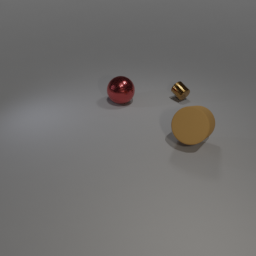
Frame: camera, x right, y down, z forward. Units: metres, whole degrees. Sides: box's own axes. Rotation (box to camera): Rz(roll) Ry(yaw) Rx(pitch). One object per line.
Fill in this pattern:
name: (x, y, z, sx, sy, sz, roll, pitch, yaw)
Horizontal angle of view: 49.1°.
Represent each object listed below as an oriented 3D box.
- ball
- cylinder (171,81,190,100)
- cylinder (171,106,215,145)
ball: (-0.355, -1.886, 13.951, 1.400, 1.400, 1.400, 0, 31, 0)
cylinder: (2.676, -1.894, 14.266, 0.700, 0.700, 0.700, -22, 61, -32)
cylinder: (2.507, -0.143, 10.668, 1.400, 1.400, 1.400, 15, 12, 23)
